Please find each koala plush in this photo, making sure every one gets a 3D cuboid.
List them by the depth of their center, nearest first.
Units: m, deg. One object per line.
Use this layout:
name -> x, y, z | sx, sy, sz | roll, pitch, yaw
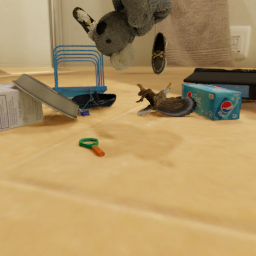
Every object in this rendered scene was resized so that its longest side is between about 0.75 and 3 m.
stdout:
koala plush -> -0.137, -3.108, 8.292 | 2.191, 2.471, 2.271 | 48, 34, 17

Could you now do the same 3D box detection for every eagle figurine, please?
eagle figurine -> 1.261, -0.907, 9.628 | 1.815, 1.370, 1.377 | 25, 49, -25

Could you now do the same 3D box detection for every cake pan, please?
cake pan -> -2.443, -1.007, 8.636 | 2.227, 0.408, 2.227 | 31, 1, -1

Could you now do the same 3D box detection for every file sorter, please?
file sorter -> -2.105, -2.265, 11.850 | 2.019, 1.785, 2.910 | -3, 2, -12

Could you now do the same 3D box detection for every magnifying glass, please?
magnifying glass -> -0.765, 0.404, 6.141 | 0.448, 0.126, 1.127 | -7, 14, -24

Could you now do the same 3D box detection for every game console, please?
game console -> 4.062, -1.583, 11.637 | 2.925, 2.572, 1.702 | 8, 58, 27

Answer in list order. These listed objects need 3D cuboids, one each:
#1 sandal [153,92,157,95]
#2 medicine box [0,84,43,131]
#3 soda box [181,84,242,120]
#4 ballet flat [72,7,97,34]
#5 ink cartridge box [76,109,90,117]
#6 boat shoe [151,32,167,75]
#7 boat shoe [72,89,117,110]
sandal -> 1.219, -1.753, 14.035 | 0.811, 0.232, 0.322 | -9, 17, -30
medicine box -> -3.900, -0.630, 8.154 | 1.879, 1.062, 2.063 | 11, 18, 36
soda box -> 2.817, -1.012, 9.933 | 0.947, 0.896, 2.791 | -3, 16, -10
ballet flat -> -1.530, -4.141, 11.159 | 1.784, 0.652, 0.652 | 45, 20, -1
ink cartridge box -> -1.630, -0.534, 9.601 | 0.771, 0.151, 0.383 | 14, 20, 40
boat shoe -> 0.651, -1.593, 5.985 | 0.329, 0.923, 0.278 | 0, -17, 20
boat shoe -> -1.255, -1.147, 10.499 | 1.766, 0.743, 0.606 | -13, -21, -35
